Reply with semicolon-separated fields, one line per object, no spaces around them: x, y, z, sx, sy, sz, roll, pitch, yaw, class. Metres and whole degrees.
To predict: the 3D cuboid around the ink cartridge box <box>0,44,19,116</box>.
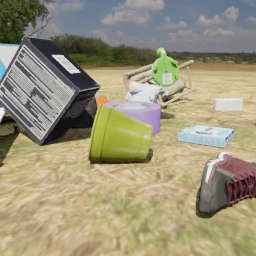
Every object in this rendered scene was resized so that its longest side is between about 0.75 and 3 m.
-4.133;-1.423;9.541;2.832;1.185;2.054;-41;-7;29;ink cartridge box

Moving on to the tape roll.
0.111;-0.346;9.274;1.939;0.824;1.939;0;15;0;tape roll

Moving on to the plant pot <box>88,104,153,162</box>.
-0.138;0.233;6.473;1.292;1.342;1.342;12;15;0;plant pot

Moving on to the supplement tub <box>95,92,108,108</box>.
-1.575;-1.194;12.434;0.879;0.879;1.434;-14;20;-42;supplement tub

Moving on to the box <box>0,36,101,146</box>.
-2.290;-1.036;7.838;2.089;2.072;1.287;45;23;6;box

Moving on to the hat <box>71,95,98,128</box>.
-1.964;-0.868;10.622;2.926;1.180;2.926;0;13;0;hat

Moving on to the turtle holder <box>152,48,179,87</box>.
1.172;-2.006;9.557;0.931;1.226;0.870;-39;11;3;turtle holder

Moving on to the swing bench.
1.647;-2.368;14.532;2.676;1.745;2.690;-28;25;-36;swing bench

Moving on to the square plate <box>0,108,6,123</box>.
-4.643;0.233;7.023;2.764;0.397;2.791;-8;25;-12;square plate

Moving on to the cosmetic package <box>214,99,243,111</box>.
4.536;-1.070;12.700;1.228;0.507;0.311;-1;15;-4;cosmetic package

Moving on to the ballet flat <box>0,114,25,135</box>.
-3.722;-0.108;8.887;0.742;0.696;2.052;33;30;28;ballet flat

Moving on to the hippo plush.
0.789;-1.022;11.672;1.874;1.492;1.507;-3;40;6;hippo plush

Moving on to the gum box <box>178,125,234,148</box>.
2.283;0.210;8.170;1.324;0.295;1.125;9;17;30;gum box

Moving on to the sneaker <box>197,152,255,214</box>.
1.922;0.903;4.627;1.173;0.768;2.030;11;17;27;sneaker
